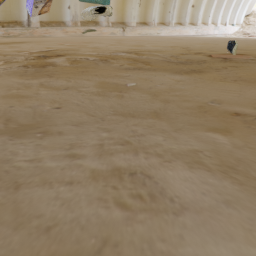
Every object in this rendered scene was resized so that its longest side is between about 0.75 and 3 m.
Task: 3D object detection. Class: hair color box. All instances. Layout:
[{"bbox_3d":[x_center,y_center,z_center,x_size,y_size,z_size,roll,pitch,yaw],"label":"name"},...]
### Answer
[{"bbox_3d":[-2.721,-3.959,8.652,0.674,0.399,1.232,-28,5,-24],"label":"hair color box"}]

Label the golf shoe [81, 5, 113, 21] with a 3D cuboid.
[{"bbox_3d":[-1.116,-3.917,9.396,1.170,0.458,0.569,-6,10,17],"label":"golf shoe"}]

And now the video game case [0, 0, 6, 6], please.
[{"bbox_3d":[-3.013,-2.156,4.860,2.010,0.457,1.821,-47,12,-4],"label":"video game case"}]

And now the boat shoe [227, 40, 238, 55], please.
[{"bbox_3d":[2.651,-2.056,7.129,0.248,0.297,0.796,11,33,12],"label":"boat shoe"}]

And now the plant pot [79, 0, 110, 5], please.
[{"bbox_3d":[-1.040,-4.082,8.235,0.844,0.843,1.194,11,28,6],"label":"plant pot"}]
